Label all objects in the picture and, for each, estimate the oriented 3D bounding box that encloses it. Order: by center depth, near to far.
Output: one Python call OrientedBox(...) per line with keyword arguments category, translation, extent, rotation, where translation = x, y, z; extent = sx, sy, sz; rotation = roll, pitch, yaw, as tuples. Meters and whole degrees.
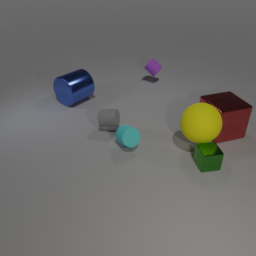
OrientedBox(category="cube", translation=(2.672, 0.968, 9.346), extent=(0.700, 0.700, 0.700), rotation=(-6, 33, -9))
OrientedBox(category="ball", translation=(2.509, -0.168, 9.654), extent=(1.400, 1.400, 1.400), rotation=(0, 33, 0))
OrientedBox(category="cylinder", translation=(-0.004, 0.286, 10.087), extent=(0.700, 0.700, 0.700), rotation=(-13, 14, -20))
OrientedBox(category="cube", translation=(3.673, -0.443, 10.887), extent=(1.400, 1.400, 1.400), rotation=(-10, 34, -15))
OrientedBox(category="cylinder", translation=(-0.739, -0.395, 11.004), extent=(0.700, 0.700, 0.700), rotation=(-1, 32, 15))
OrientedBox(category="cylinder", translation=(-2.539, -1.926, 13.201), extent=(1.400, 1.400, 1.400), rotation=(24, 40, 32))
OrientedBox(category="cylinder", translation=(1.359, -3.253, 15.028), extent=(0.700, 0.700, 0.700), rotation=(44, 40, -3))
